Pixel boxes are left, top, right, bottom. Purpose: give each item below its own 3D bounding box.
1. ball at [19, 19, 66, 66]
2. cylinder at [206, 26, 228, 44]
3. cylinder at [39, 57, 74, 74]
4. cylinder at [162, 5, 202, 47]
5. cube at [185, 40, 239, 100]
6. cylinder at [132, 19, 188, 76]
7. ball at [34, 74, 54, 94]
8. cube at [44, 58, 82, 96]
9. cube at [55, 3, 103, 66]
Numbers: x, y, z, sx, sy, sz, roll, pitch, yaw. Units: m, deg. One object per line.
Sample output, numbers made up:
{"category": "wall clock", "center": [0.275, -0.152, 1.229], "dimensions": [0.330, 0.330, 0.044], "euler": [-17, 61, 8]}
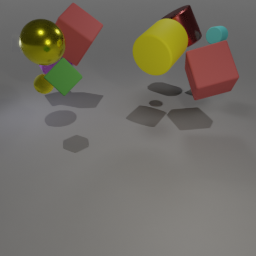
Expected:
{"category": "ball", "center": [-2.663, -2.678, 8.792], "dimensions": [1.400, 1.400, 1.400], "euler": [0, 29, 0]}
{"category": "cylinder", "center": [3.717, -3.876, 11.696], "dimensions": [0.700, 0.700, 0.700], "euler": [22, 32, 33]}
{"category": "cylinder", "center": [-3.200, -3.082, 11.875], "dimensions": [1.400, 1.400, 1.400], "euler": [-18, 55, -29]}
{"category": "cylinder", "center": [2.257, -4.260, 11.979], "dimensions": [1.400, 1.400, 1.400], "euler": [-26, 24, 13]}
{"category": "cube", "center": [2.881, -1.975, 9.882], "dimensions": [1.400, 1.400, 1.400], "euler": [-15, -13, 6]}
{"category": "cylinder", "center": [1.074, -2.666, 9.225], "dimensions": [1.400, 1.400, 1.400], "euler": [16, 46, 26]}
{"category": "ball", "center": [-2.984, -1.561, 9.936], "dimensions": [0.700, 0.700, 0.700], "euler": [0, 29, 0]}
{"category": "cube", "center": [-1.708, -1.374, 7.459], "dimensions": [0.700, 0.700, 0.700], "euler": [-45, 17, 2]}
{"category": "cube", "center": [-2.029, -3.552, 10.676], "dimensions": [1.400, 1.400, 1.400], "euler": [33, 45, -15]}
